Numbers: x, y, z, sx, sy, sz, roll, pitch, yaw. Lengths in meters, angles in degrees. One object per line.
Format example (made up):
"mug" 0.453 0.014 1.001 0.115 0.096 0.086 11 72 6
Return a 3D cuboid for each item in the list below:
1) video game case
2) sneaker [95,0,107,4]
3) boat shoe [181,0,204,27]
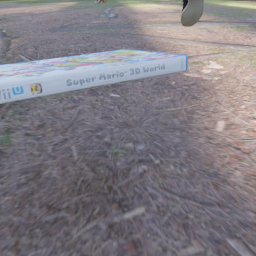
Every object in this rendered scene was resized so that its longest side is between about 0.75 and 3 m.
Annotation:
"video game case" -0.881 -0.889 4.272 2.897 0.258 2.073 -15 23 -24
"sneaker" -0.998 -4.785 9.592 0.441 0.980 0.367 -21 35 -23
"boat shoe" 1.560 -3.092 6.784 0.538 1.456 0.439 -5 67 2
